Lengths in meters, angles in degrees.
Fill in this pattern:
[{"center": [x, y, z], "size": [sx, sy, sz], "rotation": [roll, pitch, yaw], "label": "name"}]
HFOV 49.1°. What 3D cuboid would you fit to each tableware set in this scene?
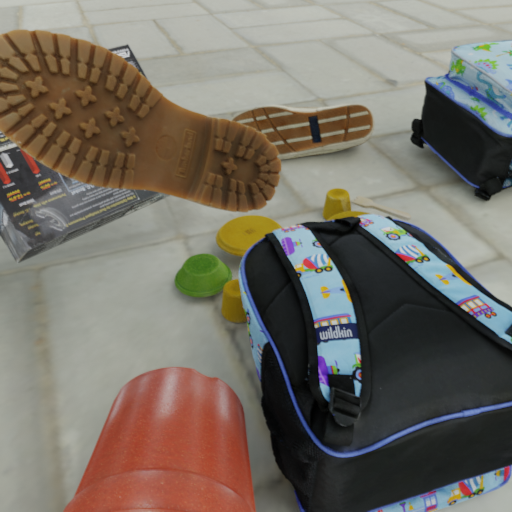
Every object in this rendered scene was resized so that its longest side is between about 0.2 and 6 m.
[{"center": [0.611, -0.088, 9.292], "size": [2.527, 0.576, 3.751], "rotation": [26, 46, 33], "label": "tableware set"}]

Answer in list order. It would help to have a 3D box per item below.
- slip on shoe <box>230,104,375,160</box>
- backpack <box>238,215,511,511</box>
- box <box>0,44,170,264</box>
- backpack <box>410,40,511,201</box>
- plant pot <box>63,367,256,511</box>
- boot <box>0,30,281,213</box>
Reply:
[{"center": [0.978, -2.740, 12.346], "size": [3.147, 1.197, 0.953], "rotation": [-8, -1, 3], "label": "slip on shoe"}, {"center": [1.271, 1.020, 6.450], "size": [2.956, 2.178, 3.238], "rotation": [-12, 40, -15], "label": "backpack"}, {"center": [-2.594, -1.589, 8.109], "size": [2.987, 2.356, 0.743], "rotation": [-32, 4, -36], "label": "box"}, {"center": [5.356, -2.965, 11.427], "size": [3.232, 2.375, 2.958], "rotation": [-11, 43, -20], "label": "backpack"}, {"center": [-0.836, 2.229, 5.323], "size": [1.969, 1.969, 1.915], "rotation": [-1, 30, -1], "label": "plant pot"}, {"center": [-1.446, -1.282, 5.967], "size": [3.196, 1.199, 1.714], "rotation": [19, 2, -39], "label": "boot"}]
